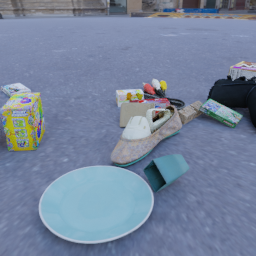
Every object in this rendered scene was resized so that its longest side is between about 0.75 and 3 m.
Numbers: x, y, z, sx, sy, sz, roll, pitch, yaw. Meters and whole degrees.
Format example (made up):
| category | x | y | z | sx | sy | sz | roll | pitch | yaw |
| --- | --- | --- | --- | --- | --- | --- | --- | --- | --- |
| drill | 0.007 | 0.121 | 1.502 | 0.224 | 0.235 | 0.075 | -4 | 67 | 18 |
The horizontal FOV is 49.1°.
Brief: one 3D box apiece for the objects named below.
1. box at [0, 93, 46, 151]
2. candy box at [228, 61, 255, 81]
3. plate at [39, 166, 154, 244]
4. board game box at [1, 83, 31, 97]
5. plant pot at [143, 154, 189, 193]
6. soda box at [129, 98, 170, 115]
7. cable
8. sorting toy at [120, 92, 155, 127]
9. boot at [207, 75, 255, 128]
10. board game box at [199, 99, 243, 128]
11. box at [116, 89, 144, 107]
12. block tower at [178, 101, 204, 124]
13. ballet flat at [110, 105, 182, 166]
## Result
| category | x | y | z | sx | sy | sz | roll | pitch | yaw |
| --- | --- | --- | --- | --- | --- | --- | --- | --- | --- |
| box | -2.741 | -0.195 | 7.444 | 0.742 | 1.171 | 1.216 | -2 | 27 | -4 |
| candy box | 5.926 | -2.104 | 11.752 | 2.932 | 0.828 | 1.711 | 21 | 33 | 34 |
| plate | -0.570 | 1.387 | 5.255 | 2.098 | 0.268 | 2.098 | -1 | 26 | 0 |
| board game box | -4.497 | -1.515 | 11.235 | 0.775 | 0.213 | 1.228 | -19 | 32 | -34 |
| plant pot | 0.829 | 0.862 | 5.730 | 0.763 | 0.539 | 0.539 | -17 | 67 | -30 |
| soda box | 0.705 | -0.694 | 9.322 | 1.318 | 0.418 | 0.461 | -3 | 28 | -9 |
| cable | 1.169 | -1.212 | 10.183 | 1.162 | 0.602 | 2.392 | -12 | 28 | -12 |
| sorting toy | 0.303 | -0.562 | 8.818 | 1.084 | 0.195 | 1.456 | -1 | 50 | 4 |
| boot | 3.678 | -0.883 | 9.097 | 2.200 | 0.994 | 2.685 | 9 | 37 | 34 |
| board game box | 2.927 | -0.476 | 8.787 | 1.185 | 0.172 | 0.797 | 32 | 37 | 21 |
| box | 0.060 | -1.079 | 10.041 | 0.938 | 0.475 | 0.528 | -4 | 25 | -8 |
| block tower | 2.019 | -0.509 | 8.935 | 0.372 | 0.348 | 1.287 | 39 | 42 | 27 |
| ballet flat | 0.470 | 0.031 | 7.257 | 0.923 | 0.911 | 2.710 | 8 | 25 | 37 |
